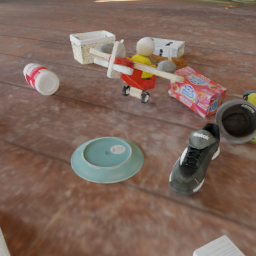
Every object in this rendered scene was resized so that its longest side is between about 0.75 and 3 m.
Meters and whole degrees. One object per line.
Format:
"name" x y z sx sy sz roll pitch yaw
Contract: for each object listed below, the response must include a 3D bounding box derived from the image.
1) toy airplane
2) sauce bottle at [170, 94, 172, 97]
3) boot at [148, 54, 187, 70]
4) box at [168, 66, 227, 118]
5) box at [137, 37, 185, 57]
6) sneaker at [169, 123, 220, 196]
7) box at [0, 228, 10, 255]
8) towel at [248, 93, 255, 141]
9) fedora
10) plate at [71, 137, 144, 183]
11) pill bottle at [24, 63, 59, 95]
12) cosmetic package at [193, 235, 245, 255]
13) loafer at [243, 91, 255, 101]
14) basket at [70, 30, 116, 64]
"toy airplane" 0.217 -2.282 9.730 2.919 2.060 2.906 27 -2 -18
"sauce bottle" 2.100 -1.426 11.276 0.852 0.276 0.276 -8 33 -18
"boot" 1.751 -3.309 13.841 1.593 0.759 2.059 -18 46 -26
"box" 2.497 -1.359 10.301 0.919 0.959 1.924 -23 49 -31
"box" 1.812 -4.423 15.535 2.374 0.714 1.385 13 35 21
"sneaker" 1.776 0.644 7.246 0.845 1.151 2.544 19 37 28
"box" -3.089 1.704 4.958 1.275 1.826 2.398 -21 38 -31
"towel" 4.778 -0.357 9.134 1.665 0.264 2.318 9 48 17
"fedora" 3.312 -0.177 8.708 1.531 1.354 0.691 -25 -7 -10
"plate" -0.578 0.758 7.900 2.060 0.263 2.060 -1 32 0
"pill bottle" -3.668 -2.101 11.676 0.976 0.976 1.739 -23 39 -31
"cosmetic package" 1.845 2.672 4.628 0.805 0.586 1.583 -17 35 -24
"loafer" 5.306 -0.841 10.147 2.206 0.793 0.694 9 73 16
"basket" -1.827 -4.263 14.768 2.076 1.280 1.407 -17 36 -26
